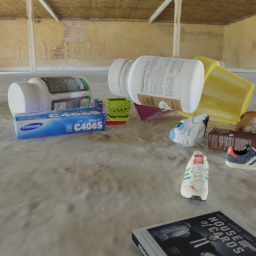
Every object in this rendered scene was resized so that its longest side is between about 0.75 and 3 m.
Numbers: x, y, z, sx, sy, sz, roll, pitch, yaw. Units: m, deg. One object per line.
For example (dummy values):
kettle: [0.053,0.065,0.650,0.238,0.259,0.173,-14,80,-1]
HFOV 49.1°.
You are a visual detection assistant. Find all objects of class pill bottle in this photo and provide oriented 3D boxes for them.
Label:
pill bottle: [0.801,-1.365,8.312,2.588,1.480,1.480,12,18,25]
pill bottle: [-2.815,-1.118,10.389,1.557,1.557,2.752,13,19,42]

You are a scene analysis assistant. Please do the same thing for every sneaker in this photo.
sneaker: [2.630,0.592,5.742,1.151,0.486,0.431,3,14,12]
sneaker: [1.162,0.773,4.819,0.434,0.577,1.234,4,14,15]
sneaker: [1.746,-0.024,7.701,0.730,0.724,2.014,18,20,24]

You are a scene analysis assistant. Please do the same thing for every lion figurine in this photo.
lion figurine: [3.617,-0.129,8.452,1.674,0.606,1.025,-17,17,-41]

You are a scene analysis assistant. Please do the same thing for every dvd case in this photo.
dvd case: [0.887,1.378,3.239,1.404,0.174,1.055,-6,16,-22]

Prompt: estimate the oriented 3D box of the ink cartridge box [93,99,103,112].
ink cartridge box: [-1.193,-0.819,11.187,0.328,0.587,0.860,-4,14,-14]

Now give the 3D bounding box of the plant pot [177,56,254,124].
plant pot: [3.087,-1.170,9.771,2.093,2.224,2.224,24,24,26]

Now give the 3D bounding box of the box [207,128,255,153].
box: [2.630,0.341,6.811,1.270,0.476,0.636,10,17,28]

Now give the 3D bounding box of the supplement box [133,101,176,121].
supplement box: [1.334,-1.014,10.447,2.050,0.878,1.131,-15,-13,-45]

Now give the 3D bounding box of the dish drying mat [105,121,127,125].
dish drying mat: [-0.543,-0.182,9.691,0.960,0.087,0.369,-3,14,-7]

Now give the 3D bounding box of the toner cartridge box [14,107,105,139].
toner cartridge box: [-2.128,-0.202,8.746,2.607,0.563,1.238,-6,15,-24]

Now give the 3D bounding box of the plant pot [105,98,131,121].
plant pot: [-0.373,-0.688,10.320,0.832,0.755,0.828,-3,15,-13]
